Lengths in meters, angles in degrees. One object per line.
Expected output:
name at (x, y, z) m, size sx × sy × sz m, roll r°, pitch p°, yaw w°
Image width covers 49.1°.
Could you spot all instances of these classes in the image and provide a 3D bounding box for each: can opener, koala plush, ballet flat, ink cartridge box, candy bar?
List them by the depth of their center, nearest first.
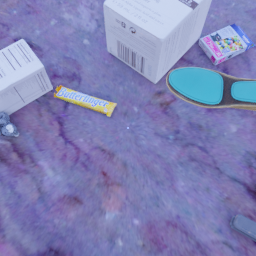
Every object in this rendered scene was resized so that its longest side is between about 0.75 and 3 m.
ballet flat at (1.736, -0.616, 5.131) m, size 2.130 × 0.671 × 0.731 m, roll 11°, pitch 80°, yaw 7°
can opener at (4.084, 3.365, 7.816) m, size 2.603 × 0.685 × 0.865 m, roll 33°, pitch 71°, yaw 14°
koala plush at (-4.038, -0.041, 9.282) m, size 0.847 × 0.751 × 0.778 m, roll 31°, pitch 71°, yaw 10°
candy bar at (-1.558, -0.986, 9.970) m, size 2.300 × 0.255 × 0.573 m, roll 19°, pitch 67°, yaw 8°
ink cartridge box at (3.913, -3.345, 10.936) m, size 1.985 × 0.416 × 1.184 m, roll -25°, pitch 69°, yaw -12°

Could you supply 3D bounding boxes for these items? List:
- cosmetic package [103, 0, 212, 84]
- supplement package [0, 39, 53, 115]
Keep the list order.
cosmetic package at (1.039, -3.768, 9.979) m, size 2.438 × 2.440 × 2.958 m, roll 37°, pitch 71°, yaw 15°
supplement package at (-4.152, -1.517, 9.521) m, size 2.608 × 1.484 × 1.429 m, roll -35°, pitch 72°, yaw -15°
